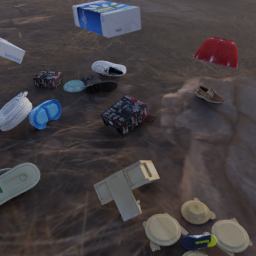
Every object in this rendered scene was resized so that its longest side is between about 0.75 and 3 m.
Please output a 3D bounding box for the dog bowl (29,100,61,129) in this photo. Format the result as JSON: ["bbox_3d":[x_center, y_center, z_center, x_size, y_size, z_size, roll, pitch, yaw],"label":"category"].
[{"bbox_3d":[-3.552,-0.613,11.957,0.405,0.911,1.634,8,34,30],"label":"dog bowl"}]

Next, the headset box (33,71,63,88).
[{"bbox_3d":[-4.215,-2.624,15.083,1.383,0.534,1.029,5,35,6],"label":"headset box"}]

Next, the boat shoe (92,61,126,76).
[{"bbox_3d":[-1.134,-3.353,15.947,2.033,0.748,0.664,5,31,9],"label":"boat shoe"}]

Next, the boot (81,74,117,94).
[{"bbox_3d":[-1.549,-2.473,14.783,1.844,0.638,1.605,-7,36,-6],"label":"boot"}]

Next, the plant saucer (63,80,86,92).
[{"bbox_3d":[-2.835,-2.296,14.883,1.242,0.239,1.242,-1,35,0],"label":"plant saucer"}]

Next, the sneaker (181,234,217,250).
[{"bbox_3d":[1.843,2.941,7.234,0.941,0.387,0.348,-14,71,26],"label":"sneaker"}]

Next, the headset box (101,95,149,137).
[{"bbox_3d":[-0.059,-0.603,11.746,1.715,0.662,1.276,-40,49,-24],"label":"headset box"}]

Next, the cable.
[{"bbox_3d":[-4.798,-0.618,11.653,1.685,0.583,1.685,-27,36,15],"label":"cable"}]

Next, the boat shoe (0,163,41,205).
[{"bbox_3d":[-4.120,1.895,8.497,2.952,1.060,0.998,-21,3,-16],"label":"boat shoe"}]

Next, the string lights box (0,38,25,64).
[{"bbox_3d":[-2.807,-1.795,6.260,1.067,0.315,0.548,32,11,40],"label":"string lights box"}]

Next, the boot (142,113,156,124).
[{"bbox_3d":[0.773,-0.620,12.388,0.942,0.410,1.133,15,43,14],"label":"boot"}]

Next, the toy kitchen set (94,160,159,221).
[{"bbox_3d":[0.144,1.958,8.636,1.630,1.471,1.330,-29,76,13],"label":"toy kitchen set"}]

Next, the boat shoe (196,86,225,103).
[{"bbox_3d":[4.008,-1.649,13.686,1.493,0.536,0.565,26,43,32],"label":"boat shoe"}]

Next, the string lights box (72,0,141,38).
[{"bbox_3d":[-0.761,-3.636,9.215,1.228,0.704,2.389,-24,37,-25],"label":"string lights box"}]

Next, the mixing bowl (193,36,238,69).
[{"bbox_3d":[3.044,-2.569,9.381,1.512,0.819,1.512,13,18,-4],"label":"mixing bowl"}]

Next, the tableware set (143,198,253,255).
[{"bbox_3d":[1.815,2.849,7.492,2.536,0.294,2.119,-20,39,-27],"label":"tableware set"}]
